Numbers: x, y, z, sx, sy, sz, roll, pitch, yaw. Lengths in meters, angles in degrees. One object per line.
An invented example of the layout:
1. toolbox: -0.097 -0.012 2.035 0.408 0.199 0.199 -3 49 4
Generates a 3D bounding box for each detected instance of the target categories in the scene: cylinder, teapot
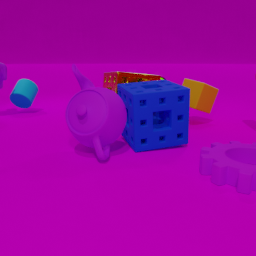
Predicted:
1. cylinder: -3.444 -1.137 9.301 0.716 0.716 0.716 2 51 9
2. teapot: -0.660 -0.288 5.134 1.155 1.858 0.910 -22 -17 15

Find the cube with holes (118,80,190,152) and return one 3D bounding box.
1. cube with holes: 0.500 -0.313 5.870 1.140 1.140 1.140 -8 20 -15

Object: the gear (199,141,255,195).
1. gear: 1.956 0.576 4.425 1.591 0.294 1.591 0 14 0

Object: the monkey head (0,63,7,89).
1. monkey head: -4.291 -1.706 8.456 0.999 1.658 1.193 17 26 -45

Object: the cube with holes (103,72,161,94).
1. cube with holes: 0.036 -0.842 7.395 1.149 1.149 1.149 1 9 -22

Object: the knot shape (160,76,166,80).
1. knot shape: 0.491 -1.544 11.088 2.036 0.941 1.905 -14 29 -24

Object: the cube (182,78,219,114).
1. cube: 1.902 -0.876 7.692 0.712 0.712 0.712 11 11 -40
